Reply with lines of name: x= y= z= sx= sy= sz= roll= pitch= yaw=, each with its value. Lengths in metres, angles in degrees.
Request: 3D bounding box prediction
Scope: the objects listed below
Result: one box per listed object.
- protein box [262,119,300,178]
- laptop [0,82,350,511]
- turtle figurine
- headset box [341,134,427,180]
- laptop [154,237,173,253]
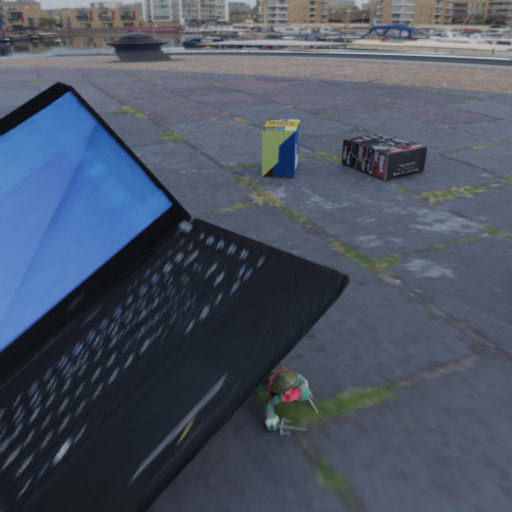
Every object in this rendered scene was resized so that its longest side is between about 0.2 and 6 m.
protein box: x=0.716 y=-3.067 z=15.898 sx=0.921 sy=1.356 sz=1.366 roll=4 pitch=26 yaw=8
laptop: x=-2.093 y=0.194 z=6.131 sx=3.964 sy=2.310 sz=4.472 roll=-44 pitch=41 yaw=-22
turtle figurine: x=0.308 y=1.673 z=7.009 sx=1.214 sy=0.611 sz=0.909 roll=15 pitch=27 yaw=41
headset box: x=3.732 y=-2.872 z=16.131 sx=1.550 sy=0.805 sz=2.083 roll=-16 pitch=31 yaw=-29
laptop: x=-3.337 y=0.195 z=10.478 sx=3.861 sy=1.994 sz=3.422 roll=-43 pitch=42 yaw=-19
